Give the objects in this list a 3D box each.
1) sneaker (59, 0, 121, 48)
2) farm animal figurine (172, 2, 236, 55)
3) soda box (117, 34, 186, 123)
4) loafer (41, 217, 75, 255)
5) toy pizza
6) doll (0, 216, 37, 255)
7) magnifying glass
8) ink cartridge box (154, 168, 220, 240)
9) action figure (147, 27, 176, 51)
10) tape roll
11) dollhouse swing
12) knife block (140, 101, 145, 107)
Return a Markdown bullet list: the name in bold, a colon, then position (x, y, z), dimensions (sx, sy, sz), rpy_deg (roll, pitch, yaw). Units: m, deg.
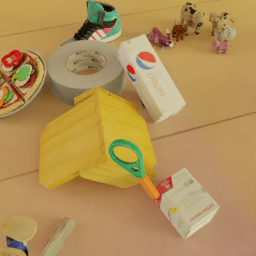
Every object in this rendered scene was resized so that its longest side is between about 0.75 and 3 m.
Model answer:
- **sneaker**: position (-1.459, -3.953, 10.760), dimensions (2.924, 1.766, 1.223), rpy_deg (-36, 59, -25)
- **farm animal figurine**: position (3.155, -4.219, 11.308), dimensions (2.491, 1.253, 2.011), rpy_deg (20, 54, 15)
- **soda box**: position (0.675, -1.546, 8.782), dimensions (0.899, 0.840, 2.640), rpy_deg (-25, 79, -18)
- **loafer**: position (-1.655, 2.537, 6.452), dimensions (0.337, 0.386, 1.073), rpy_deg (10, 43, 30)
- **toy pizza**: position (-3.952, -1.576, 9.140), dimensions (2.722, 0.431, 2.722), rpy_deg (-8, 61, 15)
- **doll**: position (-1.061, 1.345, 2.512), dimensions (0.316, 1.304, 0.890), rpy_deg (14, 42, -8)
- **magnifying glass**: position (0.167, 0.805, 5.275), dimensions (0.619, 1.556, 0.174), rpy_deg (-13, 36, 34)
- **ink cartridge box**: position (1.346, 1.796, 6.661), dimensions (0.892, 0.888, 1.228), rpy_deg (-27, 56, -20)
- **action figure**: position (1.379, -3.504, 11.290), dimensions (1.226, 0.913, 0.821), rpy_deg (31, 97, 6)
- **tape roll**: position (-1.415, -1.953, 9.717), dimensions (2.633, 0.870, 2.633), rpy_deg (0, 51, 0)
- **dollhouse swing**: position (-0.921, 0.586, 7.936), dimensions (2.307, 2.231, 2.538), rpy_deg (23, 39, -37)
- **knife block**: position (0.865, -0.922, 9.266), dimensions (0.874, 0.280, 0.767), rpy_deg (17, 54, 13)
